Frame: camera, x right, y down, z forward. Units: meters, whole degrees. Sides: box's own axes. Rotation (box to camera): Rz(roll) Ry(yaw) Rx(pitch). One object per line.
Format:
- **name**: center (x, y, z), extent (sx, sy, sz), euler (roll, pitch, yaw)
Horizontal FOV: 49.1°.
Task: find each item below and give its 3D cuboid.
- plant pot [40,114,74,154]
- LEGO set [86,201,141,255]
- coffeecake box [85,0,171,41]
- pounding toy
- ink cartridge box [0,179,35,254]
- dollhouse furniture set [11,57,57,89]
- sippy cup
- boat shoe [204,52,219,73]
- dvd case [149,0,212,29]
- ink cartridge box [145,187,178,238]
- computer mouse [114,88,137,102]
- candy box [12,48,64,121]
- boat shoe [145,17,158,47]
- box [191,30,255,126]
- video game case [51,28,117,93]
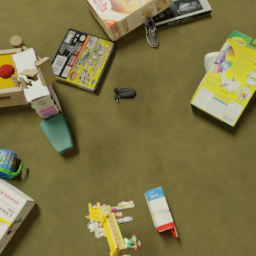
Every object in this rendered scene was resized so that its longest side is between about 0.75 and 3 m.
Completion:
- **plant pot**: center (-2.368, 0.261, 9.652), extent (0.802, 0.802, 1.135), euler (-24, 80, -8)
- **LEGO set**: center (-0.171, 2.207, 6.224), extent (0.916, 2.460, 1.132), euler (-3, 98, -25)
- **coffeecake box**: center (-0.060, -5.127, 11.070), extent (2.804, 1.025, 2.153), euler (-33, 73, -1)
- **pounding toy**: center (-4.219, -2.334, 10.235), extent (2.437, 1.269, 2.774), euler (-7, 72, -2)
- **ink cartridge box**: center (-4.186, 2.782, 8.745), extent (1.483, 0.860, 2.048), euler (30, 74, 9)
- **dollhouse furniture set**: center (-2.228, -1.374, 6.690), extent (0.886, 0.577, 0.814), euler (14, 44, 28)
- **sippy cup**: center (-4.137, 1.173, 9.359), extent (1.094, 0.859, 0.802), euler (29, 56, -31)
- **boat shoe**: center (4.075, -2.319, 10.543), extent (2.394, 0.835, 0.852), euler (3, 81, 6)
- **dvd case**: center (1.867, -5.260, 11.701), extent (2.650, 0.328, 1.991), euler (-17, 72, -6)
- **ink cartridge box**: center (1.013, 2.695, 8.762), extent (0.514, 0.888, 1.529), euler (-16, 72, -5)
- **computer mouse**: center (-0.101, -1.293, 10.442), extent (0.847, 0.223, 0.586), euler (-5, 71, -2)
- **candy box**: center (-2.966, -1.313, 9.463), extent (0.745, 2.082, 1.746), euler (-22, 73, -7)
- **boat shoe**: center (0.904, -3.732, 10.882), extent (0.425, 0.528, 1.139), euler (-18, 100, 3)
- **box**: center (3.656, -1.738, 9.826), extent (1.728, 0.712, 2.945), euler (31, 98, 9)
- **video game case**: center (-1.780, -2.658, 10.865), extent (2.040, 0.288, 2.257), euler (19, 72, 6)
